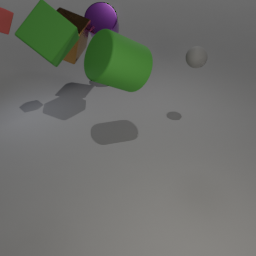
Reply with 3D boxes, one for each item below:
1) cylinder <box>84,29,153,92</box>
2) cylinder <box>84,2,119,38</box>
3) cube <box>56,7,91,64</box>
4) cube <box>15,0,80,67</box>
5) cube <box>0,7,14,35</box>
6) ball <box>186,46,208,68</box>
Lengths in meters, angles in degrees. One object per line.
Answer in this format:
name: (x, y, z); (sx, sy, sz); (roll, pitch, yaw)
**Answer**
cylinder: (-0.276, -1.825, 7.781); (1.400, 1.400, 1.400); (10, 20, -40)
cylinder: (-1.133, -4.622, 12.430); (1.400, 1.400, 1.400); (1, 3, 2)
cube: (-2.481, -3.734, 11.377); (1.400, 1.400, 1.400); (21, 49, -2)
cube: (-2.625, -3.083, 9.375); (1.400, 1.400, 1.400); (38, 1, -9)
cube: (-4.149, -3.456, 8.825); (0.700, 0.700, 0.700); (4, 23, -48)
ball: (2.241, -2.313, 9.168); (0.700, 0.700, 0.700); (0, 32, 0)
